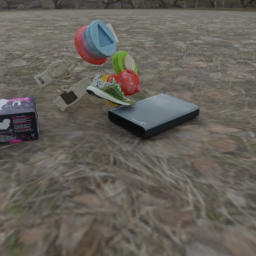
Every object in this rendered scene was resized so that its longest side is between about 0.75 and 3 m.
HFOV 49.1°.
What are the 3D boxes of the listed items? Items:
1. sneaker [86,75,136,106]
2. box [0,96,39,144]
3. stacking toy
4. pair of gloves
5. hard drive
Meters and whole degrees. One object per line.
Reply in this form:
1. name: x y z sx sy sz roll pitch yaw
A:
1. sneaker: -0.380 -1.046 7.828 1.503 0.666 0.578 19 0 -27
2. box: -3.122 -0.223 7.238 1.491 0.855 0.985 -6 32 -15
3. stacking toy: -0.292 -2.375 9.130 1.120 2.653 2.401 -18 23 37
4. pair of gloves: -2.029 -1.418 9.045 1.372 0.283 1.613 -42 83 -8
5. hard drive: 0.772 -0.423 8.245 2.263 0.372 1.579 -21 34 -35
